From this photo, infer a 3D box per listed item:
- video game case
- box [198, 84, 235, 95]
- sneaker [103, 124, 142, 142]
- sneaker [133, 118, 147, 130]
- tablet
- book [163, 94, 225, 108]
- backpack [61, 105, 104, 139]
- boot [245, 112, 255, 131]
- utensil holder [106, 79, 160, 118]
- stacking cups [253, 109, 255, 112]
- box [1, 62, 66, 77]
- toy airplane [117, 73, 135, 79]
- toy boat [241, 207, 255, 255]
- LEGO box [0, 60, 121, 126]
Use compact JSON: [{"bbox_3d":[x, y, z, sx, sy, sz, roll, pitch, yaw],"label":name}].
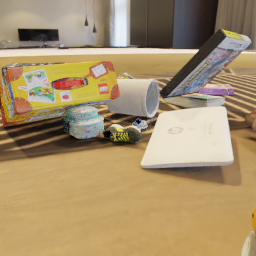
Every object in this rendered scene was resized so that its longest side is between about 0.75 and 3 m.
[{"bbox_3d":[2.609,-2.033,9.332,2.446,2.706,0.345,-15,65,-49],"label":"video game case"},{"bbox_3d":[3.995,-1.786,12.947,1.532,0.300,1.048,1,19,4],"label":"box"},{"bbox_3d":[-0.162,0.204,7.154,1.181,0.440,0.500,6,24,44],"label":"sneaker"},{"bbox_3d":[0.359,-0.131,8.154,0.291,0.322,0.756,10,21,25],"label":"sneaker"},{"bbox_3d":[1.452,0.111,6.734,1.851,0.194,2.845,-5,23,18],"label":"tablet"},{"bbox_3d":[2.542,-1.104,10.905,1.312,0.472,1.963,-15,22,-43],"label":"book"},{"bbox_3d":[-1.169,-0.149,7.559,0.979,0.830,1.103,-14,29,-33],"label":"backpack"},{"bbox_3d":[4.401,0.013,7.067,2.644,0.929,1.933,-12,27,-24],"label":"boot"},{"bbox_3d":[0.164,-1.027,9.411,1.472,1.251,1.251,6,20,26],"label":"utensil holder"},{"bbox_3d":[4.641,-0.591,8.997,2.639,0.798,0.798,-21,28,-38],"label":"stacking cups"},{"bbox_3d":[-3.735,-1.897,11.510,2.354,1.439,1.249,-3,21,-7],"label":"box"},{"bbox_3d":[-0.092,-2.413,14.119,1.025,0.726,1.029,-1,19,-6],"label":"toy airplane"},{"bbox_3d":[2.576,1.083,3.505,2.961,1.376,2.489,-1,22,-27],"label":"toy boat"},{"bbox_3d":[-2.100,-1.017,8.275,2.964,1.144,2.207,-13,-1,-33],"label":"LEGO box"}]
